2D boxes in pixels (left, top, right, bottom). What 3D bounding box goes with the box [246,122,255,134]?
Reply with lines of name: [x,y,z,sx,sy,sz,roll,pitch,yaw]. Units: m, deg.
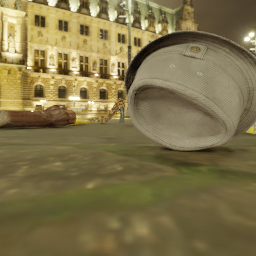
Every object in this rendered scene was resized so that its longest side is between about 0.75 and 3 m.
box: [3.678,-0.329,7.268,1.379,0.873,1.431,0,3,3]

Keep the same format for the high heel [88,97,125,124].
high heel: [-1.140,-0.938,14.893,1.983,1.413,0.708,0,3,-5]

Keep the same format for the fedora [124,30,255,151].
fedora: [0.724,-0.276,3.429,1.826,1.615,0.825,25,40,6]

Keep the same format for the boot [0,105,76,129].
boot: [-3.658,-0.379,10.260,2.702,0.868,2.518,-8,5,-40]

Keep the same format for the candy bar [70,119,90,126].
candy bar: [-2.286,-0.250,12.587,0.563,0.250,2.258,4,3,11]
